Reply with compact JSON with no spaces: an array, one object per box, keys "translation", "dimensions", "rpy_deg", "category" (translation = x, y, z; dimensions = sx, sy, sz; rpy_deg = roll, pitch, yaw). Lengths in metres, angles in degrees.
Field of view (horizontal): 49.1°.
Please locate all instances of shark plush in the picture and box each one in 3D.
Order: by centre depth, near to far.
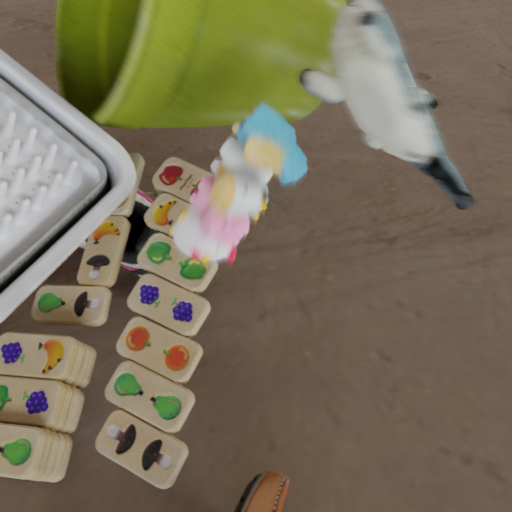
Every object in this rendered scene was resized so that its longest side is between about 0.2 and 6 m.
[{"translation":[1.575,-1.577,5.638],"dimensions":[2.377,1.080,0.990],"rpy_deg":[48,50,7],"category":"shark plush"}]

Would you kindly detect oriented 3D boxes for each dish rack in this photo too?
[{"translation":[-3.313,-1.010,5.340],"dimensions":[3.649,0.795,3.132],"rpy_deg":[38,43,-7],"category":"dish rack"}]

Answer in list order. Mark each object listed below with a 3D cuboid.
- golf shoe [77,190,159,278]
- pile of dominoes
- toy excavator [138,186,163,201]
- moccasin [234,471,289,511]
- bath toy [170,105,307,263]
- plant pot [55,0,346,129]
[{"translation":[-2.162,-0.622,7.932],"dimensions":[3.363,1.548,1.221],"rpy_deg":[22,78,29],"category":"golf shoe"},{"translation":[-2.007,0.343,6.140],"dimensions":[3.073,0.628,3.943],"rpy_deg":[1,65,15],"category":"pile of dominoes"},{"translation":[-2.221,-1.150,9.653],"dimensions":[1.102,1.133,0.566],"rpy_deg":[-35,27,30],"category":"toy excavator"},{"translation":[0.082,2.807,4.278],"dimensions":[0.896,0.849,2.321],"rpy_deg":[6,38,5],"category":"moccasin"},{"translation":[-0.164,-0.326,3.604],"dimensions":[0.496,1.341,0.583],"rpy_deg":[41,53,-2],"category":"bath toy"},{"translation":[-0.610,-3.114,7.529],"dimensions":[3.197,3.320,3.320],"rpy_deg":[3,31,-36],"category":"plant pot"}]
